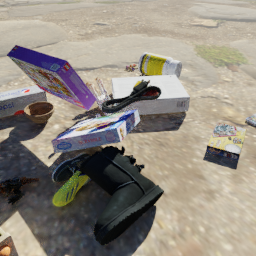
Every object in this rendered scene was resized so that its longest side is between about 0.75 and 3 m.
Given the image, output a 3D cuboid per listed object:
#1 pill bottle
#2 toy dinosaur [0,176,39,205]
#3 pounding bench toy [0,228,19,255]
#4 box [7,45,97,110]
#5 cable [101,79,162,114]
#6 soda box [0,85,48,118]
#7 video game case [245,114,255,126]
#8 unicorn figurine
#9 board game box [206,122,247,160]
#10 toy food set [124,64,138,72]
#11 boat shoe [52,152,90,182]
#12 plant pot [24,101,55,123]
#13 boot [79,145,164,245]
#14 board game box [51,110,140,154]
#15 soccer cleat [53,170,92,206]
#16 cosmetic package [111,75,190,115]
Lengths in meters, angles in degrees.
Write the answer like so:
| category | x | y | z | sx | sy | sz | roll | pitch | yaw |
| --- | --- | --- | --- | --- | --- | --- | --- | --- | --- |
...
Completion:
| category | x | y | z | sx | sy | sz | roll | pitch | yaw |
| --- | --- | --- | --- | --- | --- | --- | --- | --- | --- |
| pill bottle | 1.600 | -3.047 | 13.951 | 1.974 | 1.128 | 1.128 | 21 | 39 | 27 |
| toy dinosaur | -3.134 | 1.554 | 7.695 | 1.231 | 0.629 | 0.836 | -32 | 25 | -8 |
| pounding bench toy | -3.012 | 2.309 | 5.569 | 1.285 | 1.648 | 1.024 | 24 | 41 | 32 |
| box | -2.574 | -1.721 | 9.462 | 2.821 | 1.931 | 0.552 | 24 | 71 | 34 |
| cable | 0.202 | -0.869 | 8.728 | 1.075 | 0.557 | 2.213 | 34 | 56 | 25 |
| soda box | -4.465 | -1.071 | 11.325 | 2.286 | 0.780 | 0.725 | -16 | 37 | -22 |
| video game case | 5.116 | -0.252 | 10.729 | 0.805 | 0.102 | 0.883 | -21 | 40 | -28 |
| unicorn figurine | -1.018 | -1.007 | 10.755 | 0.917 | 1.705 | 2.483 | -19 | 18 | 12 |
| board game box | 3.390 | 0.410 | 9.595 | 1.058 | 0.270 | 1.561 | 16 | 38 | 22 |
| toy food set | 0.221 | -3.320 | 15.198 | 0.615 | 0.152 | 0.968 | 22 | 40 | 28 |
| boat shoe | -1.576 | 1.166 | 8.247 | 0.433 | 0.542 | 1.434 | 17 | 38 | 33 |
| plant pot | -3.366 | -0.535 | 10.769 | 1.125 | 0.519 | 1.125 | 0 | 33 | 0 |
| boot | -0.441 | 1.503 | 7.059 | 1.987 | 0.897 | 2.425 | 40 | 42 | 23 |
| board game box | -0.922 | 0.065 | 8.827 | 2.158 | 0.445 | 2.163 | -11 | 13 | 20 |
| soccer cleat | -1.488 | 1.490 | 7.606 | 0.501 | 0.649 | 1.551 | 23 | 37 | 21 |
| cosmetic package | 0.847 | -1.437 | 11.871 | 2.968 | 0.767 | 2.238 | -4 | 36 | -5 |
